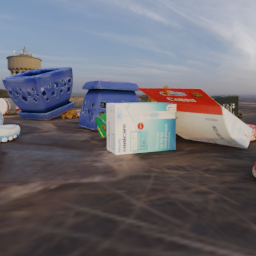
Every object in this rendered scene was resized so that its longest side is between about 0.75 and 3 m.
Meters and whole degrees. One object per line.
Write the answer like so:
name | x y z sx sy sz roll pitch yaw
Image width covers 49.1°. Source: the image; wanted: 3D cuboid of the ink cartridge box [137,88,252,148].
ink cartridge box | 1.542 -0.216 6.744 2.376 0.678 1.931 21 -7 -40

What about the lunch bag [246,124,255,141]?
lunch bag | 3.032 0.116 7.967 1.139 0.467 1.003 4 8 29

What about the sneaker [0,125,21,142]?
sneaker | -4.063 -0.088 7.422 2.389 1.035 0.895 -4 6 -41

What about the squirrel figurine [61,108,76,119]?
squirrel figurine | -3.241 -0.774 15.255 0.754 0.572 0.808 -12 9 -30

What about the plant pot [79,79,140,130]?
plant pot | -0.682 -0.877 10.548 1.980 1.780 1.980 -2 7 -27

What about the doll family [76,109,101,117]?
doll family | -2.266 -1.021 16.263 1.697 0.765 1.053 -1 7 -10

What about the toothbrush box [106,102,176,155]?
toothbrush box | 0.304 -0.031 6.475 1.525 1.116 0.650 -2 7 -21

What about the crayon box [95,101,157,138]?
crayon box | 0.402 -0.298 8.101 2.310 0.673 1.372 -12 -1 -33

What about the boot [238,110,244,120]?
boot | 4.099 -0.655 12.776 2.313 0.920 2.657 4 9 7

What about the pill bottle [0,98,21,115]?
pill bottle | -7.812 -1.457 18.639 1.074 1.074 1.853 3 7 22

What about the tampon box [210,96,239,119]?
tampon box | 2.540 -0.462 9.460 1.851 1.169 1.387 -4 8 -8

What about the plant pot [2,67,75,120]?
plant pot | -4.441 -1.790 14.616 2.590 2.329 2.590 4 24 31

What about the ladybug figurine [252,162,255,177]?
ladybug figurine | 2.481 0.545 4.235 1.379 0.496 0.936 -4 8 -32

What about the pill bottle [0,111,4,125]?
pill bottle | -5.434 -0.323 10.355 1.372 0.778 0.778 1 7 10

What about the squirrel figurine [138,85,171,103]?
squirrel figurine | 1.044 -0.647 11.847 1.817 1.377 1.946 -17 -25 3
